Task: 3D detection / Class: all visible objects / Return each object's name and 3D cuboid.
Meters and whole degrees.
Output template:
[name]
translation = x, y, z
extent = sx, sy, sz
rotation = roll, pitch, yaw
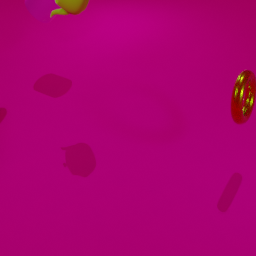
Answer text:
[ring]
translation = 2.518, -0.657, 6.075
extent = 0.238, 1.189, 1.189
rotation = 12, 45, 36
[cylinder]
translation = -2.581, -4.027, 8.882
extent = 0.975, 0.975, 0.975
rotation = -30, 36, 31
[teapot]
translation = -1.311, -3.038, 6.198
extent = 0.802, 1.637, 1.018
rotation = 4, 60, -27
